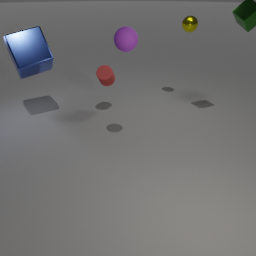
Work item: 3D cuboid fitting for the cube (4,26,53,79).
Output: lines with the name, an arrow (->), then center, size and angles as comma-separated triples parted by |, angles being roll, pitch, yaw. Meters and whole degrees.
cube -> -3.955, -2.996, 11.273 | 1.400, 1.400, 1.400 | -24, 1, -19

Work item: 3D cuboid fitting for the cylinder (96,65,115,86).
cylinder -> -0.954, -2.250, 12.086 | 0.700, 0.700, 0.700 | 4, -13, 8

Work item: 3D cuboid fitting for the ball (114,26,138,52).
ball -> -0.061, -2.556, 8.074 | 0.700, 0.700, 0.700 | 0, 28, 0

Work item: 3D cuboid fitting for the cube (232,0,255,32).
cube -> 4.272, -4.010, 9.936 | 0.700, 0.700, 0.700 | 29, 27, -51

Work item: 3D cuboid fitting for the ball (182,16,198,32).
ball -> 2.742, -4.597, 12.392 | 0.700, 0.700, 0.700 | 0, 28, 0
